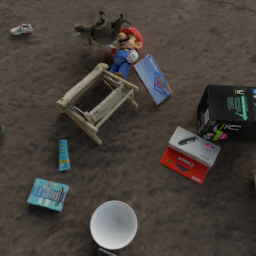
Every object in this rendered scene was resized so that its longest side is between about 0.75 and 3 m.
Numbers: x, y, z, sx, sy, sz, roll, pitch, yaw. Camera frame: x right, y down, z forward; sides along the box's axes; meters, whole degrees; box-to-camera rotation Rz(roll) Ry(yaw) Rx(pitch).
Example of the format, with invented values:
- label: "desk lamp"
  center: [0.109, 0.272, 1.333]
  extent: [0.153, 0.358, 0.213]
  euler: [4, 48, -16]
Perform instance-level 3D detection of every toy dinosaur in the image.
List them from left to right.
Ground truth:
- label: "toy dinosaur"
  center: [-0.868, -3.902, 11.410]
  extent: [2.923, 1.125, 1.495]
  euler: [22, 82, 35]

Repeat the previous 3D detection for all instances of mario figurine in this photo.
- label: "mario figurine"
  center: [-0.306, -3.064, 11.273]
  extent: [1.612, 1.384, 2.611]
  euler: [18, 69, 4]

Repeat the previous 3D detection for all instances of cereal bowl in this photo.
- label: "cereal bowl"
  center: [-0.439, 3.073, 8.850]
  extent: [1.452, 0.605, 1.452]
  euler: [0, 66, -1]

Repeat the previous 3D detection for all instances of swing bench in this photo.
- label: "swing bench"
  center: [-1.152, -1.026, 10.276]
  extent: [2.247, 1.458, 2.235]
  euler: [39, 73, 15]

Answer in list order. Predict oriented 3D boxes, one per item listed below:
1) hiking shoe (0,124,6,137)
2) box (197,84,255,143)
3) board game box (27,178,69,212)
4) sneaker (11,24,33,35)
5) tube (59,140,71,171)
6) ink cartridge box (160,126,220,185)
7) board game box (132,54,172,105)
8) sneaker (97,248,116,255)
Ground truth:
- label: "hiking shoe"
  center: [-5.293, -0.419, 10.291]
  extent: [1.829, 0.921, 0.692]
  euler: [35, 70, 15]
- label: "box"
  center: [3.777, -0.468, 9.874]
  extent: [2.300, 1.708, 1.430]
  euler: [3, 65, 1]
- label: "board game box"
  center: [-2.676, 2.238, 9.421]
  extent: [1.138, 0.267, 0.859]
  euler: [13, 66, 6]
- label: "sneaker"
  center: [-4.754, -4.431, 12.410]
  extent: [0.965, 0.451, 0.340]
  euler: [-7, 66, -4]
- label: "tube"
  center: [-2.303, 0.977, 10.038]
  extent: [0.424, 0.276, 1.094]
  euler: [-12, 70, 9]
- label: "ink cartridge box"
  center: [2.195, 0.949, 9.972]
  extent: [1.698, 0.370, 1.474]
  euler: [28, 67, 12]
- label: "board game box"
  center: [0.964, -1.856, 10.798]
  extent: [0.907, 0.171, 1.762]
  euler: [-39, 109, -17]
- label: "sneaker"
  center: [-0.571, 4.071, 8.571]
  extent: [0.879, 0.311, 0.436]
  euler: [19, 68, 14]
